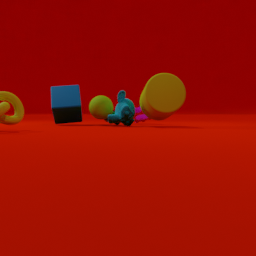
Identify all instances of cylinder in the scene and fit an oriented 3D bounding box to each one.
[{"bbox_3d":[1.061,-0.949,8.884,1.249,1.249,1.249,0,-9,-5],"label":"cylinder"}]

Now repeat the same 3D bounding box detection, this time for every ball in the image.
[{"bbox_3d":[-0.935,-0.710,9.770,0.839,0.839,0.839,0,3,0],"label":"ball"}]

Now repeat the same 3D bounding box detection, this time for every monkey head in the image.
[{"bbox_3d":[-0.231,-0.505,9.172,0.960,1.335,0.804,-11,39,-8],"label":"monkey head"}]

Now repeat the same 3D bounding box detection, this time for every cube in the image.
[{"bbox_3d":[-2.232,-0.852,10.233,1.006,1.006,1.006,-6,-32,-10],"label":"cube"}]

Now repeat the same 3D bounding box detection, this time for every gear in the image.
[{"bbox_3d":[0.589,-0.560,11.289,1.212,0.224,1.212,-11,-21,-4],"label":"gear"}]

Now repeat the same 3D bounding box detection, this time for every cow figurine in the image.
[{"bbox_3d":[-0.746,-0.556,10.338,1.162,0.638,1.144,33,-9,-5],"label":"cow figurine"}]

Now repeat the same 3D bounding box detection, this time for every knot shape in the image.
[{"bbox_3d":[-3.202,-0.453,6.800,1.467,0.678,1.373,27,26,35],"label":"knot shape"}]
